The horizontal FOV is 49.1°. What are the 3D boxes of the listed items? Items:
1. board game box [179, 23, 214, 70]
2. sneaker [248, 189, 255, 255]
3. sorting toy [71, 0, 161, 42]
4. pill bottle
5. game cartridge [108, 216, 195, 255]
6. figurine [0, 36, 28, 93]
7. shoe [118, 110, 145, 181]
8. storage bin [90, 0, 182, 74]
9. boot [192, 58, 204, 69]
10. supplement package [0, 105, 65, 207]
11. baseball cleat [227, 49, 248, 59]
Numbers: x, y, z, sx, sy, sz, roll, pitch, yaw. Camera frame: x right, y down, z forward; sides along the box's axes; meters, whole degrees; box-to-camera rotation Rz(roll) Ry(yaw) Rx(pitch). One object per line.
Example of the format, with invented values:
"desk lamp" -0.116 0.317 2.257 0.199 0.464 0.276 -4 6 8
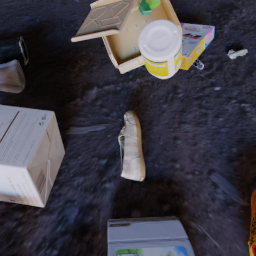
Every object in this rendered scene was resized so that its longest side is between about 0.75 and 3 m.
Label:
"board game box" 1.945 -3.256 10.814 1.946 0.513 2.544 19 50 30
"sneaker" 2.931 2.234 5.747 0.956 0.904 2.478 37 41 -24
"sorting toy" -0.219 -2.206 5.668 1.718 0.253 1.270 1 51 32
"pill bottle" 0.840 -1.803 6.867 0.965 1.733 0.965 -2 81 11
"game cartridge" 0.514 3.074 5.462 1.833 0.556 2.749 0 48 -5
"figurine" -4.827 -2.080 9.680 2.372 1.047 2.431 -8 49 -5
"shoe" 0.029 0.388 7.634 0.599 0.784 2.242 0 50 -9
"storage bin" 0.329 -3.567 9.848 2.494 1.169 2.476 -22 71 7
"boot" 2.461 -2.512 10.455 0.370 0.298 0.820 2 39 -44
"supplement package" -3.279 0.591 6.800 2.883 1.748 1.727 7 49 6
"baseball cleat" 4.262 -2.977 10.962 0.816 0.284 0.434 -21 52 -19
